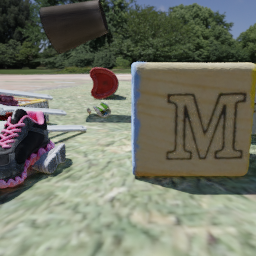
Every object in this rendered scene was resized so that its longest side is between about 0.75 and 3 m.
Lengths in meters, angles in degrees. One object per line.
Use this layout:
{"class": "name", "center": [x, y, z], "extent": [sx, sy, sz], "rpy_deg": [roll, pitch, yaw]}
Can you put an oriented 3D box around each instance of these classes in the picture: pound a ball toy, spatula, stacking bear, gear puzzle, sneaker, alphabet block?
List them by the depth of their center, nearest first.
{"class": "sneaker", "center": [-1.819, 0.221, 4.416], "extent": [0.832, 1.004, 2.105], "rpy_deg": [3, 15, 6]}
{"class": "sneaker", "center": [-1.312, 0.476, 4.752], "extent": [0.365, 0.332, 0.889], "rpy_deg": [2, 14, 9]}
{"class": "alphabet block", "center": [0.940, -0.258, 4.824], "extent": [1.764, 1.732, 1.722], "rpy_deg": [0, 14, 0]}
{"class": "gear puzzle", "center": [-2.909, -0.211, 5.514], "extent": [1.500, 0.379, 2.895], "rpy_deg": [15, 26, -29]}
{"class": "spatula", "center": [-2.332, -0.452, 6.242], "extent": [2.016, 0.233, 2.900], "rpy_deg": [40, 20, 24]}
{"class": "pound a ball toy", "center": [-0.960, -0.539, 9.275], "extent": [0.601, 0.392, 0.922], "rpy_deg": [-30, 21, -12]}
{"class": "stacking bear", "center": [-1.183, -2.286, 14.710], "extent": [1.400, 1.496, 2.463], "rpy_deg": [-3, 6, -2]}

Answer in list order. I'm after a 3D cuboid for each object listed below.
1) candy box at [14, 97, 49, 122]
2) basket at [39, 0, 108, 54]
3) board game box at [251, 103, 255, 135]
{"class": "candy box", "center": [-3.453, -0.308, 7.293], "extent": [1.490, 0.721, 2.555], "rpy_deg": [6, 13, 21]}
{"class": "basket", "center": [-1.655, -3.384, 9.115], "extent": [1.824, 1.645, 1.240], "rpy_deg": [-14, 54, 9]}
{"class": "board game box", "center": [2.668, -0.418, 7.586], "extent": [2.540, 0.816, 1.874], "rpy_deg": [1, 13, 0]}
